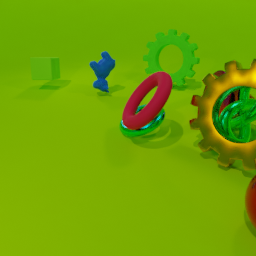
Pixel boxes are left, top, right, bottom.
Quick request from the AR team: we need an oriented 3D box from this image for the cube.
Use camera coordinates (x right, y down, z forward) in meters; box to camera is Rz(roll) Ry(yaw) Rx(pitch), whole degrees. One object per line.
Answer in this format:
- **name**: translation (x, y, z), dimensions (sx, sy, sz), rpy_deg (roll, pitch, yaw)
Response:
- **cube**: translation (-2.821, -2.044, 9.606), dimensions (0.739, 0.739, 0.739), rpy_deg (2, 15, 9)

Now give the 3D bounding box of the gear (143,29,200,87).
- **gear**: translation (1.447, -2.334, 9.508), dimensions (1.878, 1.878, 0.347), rpy_deg (14, 20, 24)

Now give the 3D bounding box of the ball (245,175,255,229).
- **ball**: translation (2.263, 1.075, 3.923), dimensions (1.162, 1.162, 1.162), rpy_deg (0, 28, 0)

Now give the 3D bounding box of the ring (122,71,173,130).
- **ring**: translation (0.396, -0.611, 6.152), dimensions (0.297, 1.486, 1.486), rpy_deg (35, 19, -22)

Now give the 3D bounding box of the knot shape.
- **knot shape**: translation (2.683, -0.304, 6.473), dimensions (0.758, 1.640, 1.535), rpy_deg (29, 4, 24)

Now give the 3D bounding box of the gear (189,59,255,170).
- **gear**: translation (2.227, -0.255, 5.438), dimensions (2.075, 2.075, 0.384), rpy_deg (23, 15, 36)

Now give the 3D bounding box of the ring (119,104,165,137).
- **ring**: translation (0.343, -0.208, 6.919), dimensions (1.206, 0.241, 1.206), rpy_deg (-20, 30, 12)

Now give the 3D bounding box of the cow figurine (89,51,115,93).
- **cow figurine**: translation (-0.762, -1.763, 9.053), dimensions (1.107, 1.090, 0.608), rpy_deg (-41, 19, -6)

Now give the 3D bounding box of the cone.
- **cone**: translation (2.913, -0.719, 7.383), dimensions (1.395, 1.390, 1.390), rpy_deg (6, 26, -13)
